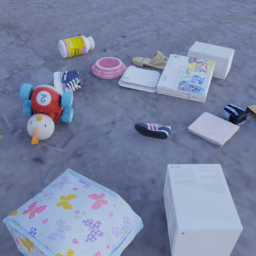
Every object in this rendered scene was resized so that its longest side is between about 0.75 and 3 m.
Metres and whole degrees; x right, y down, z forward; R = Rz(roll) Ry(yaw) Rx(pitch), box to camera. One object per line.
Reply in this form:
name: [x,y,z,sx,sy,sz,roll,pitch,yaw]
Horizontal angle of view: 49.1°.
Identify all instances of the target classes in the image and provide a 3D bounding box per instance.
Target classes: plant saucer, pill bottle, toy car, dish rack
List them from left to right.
toy car: [-3.313,-0.380,10.858,1.962,1.882,2.128,11,52,-4]
pill bottle: [-3.016,-4.844,16.547,1.962,1.023,1.023,-20,44,-21]
plant saucer: [-1.027,-3.321,15.180,1.878,0.476,1.878,0,40,0]
dish rack: [0.658,-2.574,14.246,2.003,0.436,1.719,14,42,8]

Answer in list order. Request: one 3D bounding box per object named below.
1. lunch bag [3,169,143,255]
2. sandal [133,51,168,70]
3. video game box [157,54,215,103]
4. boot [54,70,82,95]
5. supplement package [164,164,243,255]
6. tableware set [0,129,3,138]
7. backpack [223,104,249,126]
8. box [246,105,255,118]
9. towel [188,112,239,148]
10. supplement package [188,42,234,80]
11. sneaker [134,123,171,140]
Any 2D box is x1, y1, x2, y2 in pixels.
lunch bag: [-1.327,2.665,7.200,2.731,1.736,2.316,16,40,33]
sandal: [1.511,-3.867,15.536,2.561,0.843,0.939,8,41,10]
video game box: [2.892,-2.520,13.804,2.332,0.599,2.559,13,54,18]
boot: [-2.783,-2.009,13.218,1.219,0.981,2.698,-14,41,-8]
supplement package: [1.903,2.267,7.748,1.561,1.549,2.056,0,40,-1]
tableware set: [-5.538,0.313,11.147,0.996,0.153,0.671,-22,45,-23]
backpack: [4.476,-0.583,11.840,0.833,0.614,0.912,-26,47,-27]
box: [6.582,-0.592,12.089,2.202,0.234,1.800,-12,38,-13]
towel: [3.471,0.028,11.408,1.577,0.254,1.506,30,49,30]
supplement package: [4.350,-3.618,14.922,2.127,1.248,1.244,20,44,22]
sneaker: [1.001,0.030,11.161,1.482,0.520,0.608,17,43,25]
